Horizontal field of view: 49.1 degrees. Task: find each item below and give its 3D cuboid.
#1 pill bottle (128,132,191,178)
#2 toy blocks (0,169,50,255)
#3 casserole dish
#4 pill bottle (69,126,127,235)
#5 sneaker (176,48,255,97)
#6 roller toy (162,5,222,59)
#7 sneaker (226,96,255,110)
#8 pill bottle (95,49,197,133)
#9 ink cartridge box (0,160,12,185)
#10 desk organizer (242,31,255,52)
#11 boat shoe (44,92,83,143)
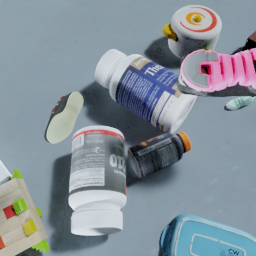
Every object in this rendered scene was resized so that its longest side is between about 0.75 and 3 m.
[{"bbox_3d":[0.910,0.675,7.848,1.688,0.897,0.897,-22,62,-12],"label":"pill bottle"},{"bbox_3d":[-3.026,2.310,6.856,1.482,1.083,2.168,-27,79,-5],"label":"toy blocks"},{"bbox_3d":[2.091,3.012,6.744,2.612,0.507,1.582,16,62,8],"label":"casserole dish"},{"bbox_3d":[-0.759,1.337,7.162,1.428,1.428,2.508,-2,61,-1],"label":"pill bottle"},{"bbox_3d":[2.210,-1.028,5.990,2.549,1.216,1.007,3,75,-9],"label":"sneaker"},{"bbox_3d":[2.330,-3.425,9.951,1.894,1.324,1.728,28,64,15],"label":"roller toy"},{"bbox_3d":[3.631,-0.918,8.961,0.932,0.550,0.343,-17,63,-8],"label":"sneaker"},{"bbox_3d":[0.490,-1.215,8.496,2.925,1.623,1.623,33,65,17],"label":"pill bottle"},{"bbox_3d":[-4.555,0.940,7.792,1.508,0.697,2.768,-39,68,-19],"label":"ink cartridge box"},{"bbox_3d":[4.204,-2.439,9.678,2.367,0.849,0.911,-41,66,-21],"label":"desk organizer"},{"bbox_3d":[-1.061,-0.157,4.507,0.325,0.380,1.038,-11,43,35],"label":"boat shoe"}]
